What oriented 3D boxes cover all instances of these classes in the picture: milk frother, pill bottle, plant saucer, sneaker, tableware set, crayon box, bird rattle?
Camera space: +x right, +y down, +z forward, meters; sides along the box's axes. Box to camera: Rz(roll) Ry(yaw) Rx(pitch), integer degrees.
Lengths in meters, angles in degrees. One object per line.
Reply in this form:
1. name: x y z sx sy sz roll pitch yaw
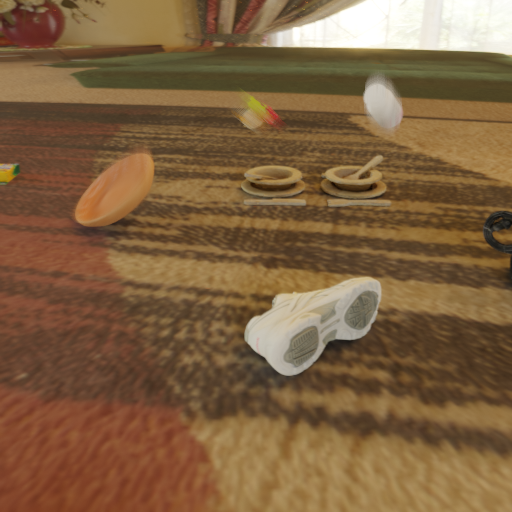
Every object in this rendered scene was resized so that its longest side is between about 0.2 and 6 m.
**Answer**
1. milk frother: 4.326 -0.368 8.619 1.295 1.435 1.350 -22 15 34
2. pill bottle: 2.224 -2.632 9.830 0.480 0.480 0.846 18 -3 33
3. plant saucer: -2.738 -1.252 11.058 1.880 0.352 1.880 -25 38 21
4. sneaker: 0.749 0.704 7.394 2.169 0.845 1.078 -19 28 -36
5. tableware set: 1.317 -1.818 12.806 3.316 0.665 2.192 1 26 1
6. crayon box: -6.257 -2.003 13.684 0.616 0.253 0.980 -1 26 -2
7. bird rattle: 0.009 -2.726 10.853 0.421 0.610 0.748 59 16 18
